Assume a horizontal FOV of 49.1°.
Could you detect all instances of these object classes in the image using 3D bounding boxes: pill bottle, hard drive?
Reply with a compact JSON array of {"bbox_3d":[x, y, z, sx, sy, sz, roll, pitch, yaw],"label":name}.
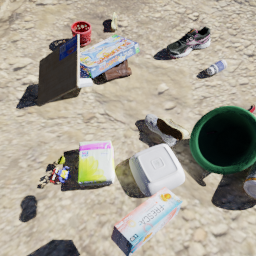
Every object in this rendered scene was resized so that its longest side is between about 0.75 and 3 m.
[{"bbox_3d":[4.143,-2.813,13.087,0.884,0.490,0.490,-29,61,-18],"label":"pill bottle"},{"bbox_3d":[-2.718,-2.077,12.292,2.077,0.273,1.370,-8,34,-15],"label":"hard drive"},{"bbox_3d":[4.868,1.576,9.877,1.039,1.039,1.786,28,61,17],"label":"pill bottle"}]

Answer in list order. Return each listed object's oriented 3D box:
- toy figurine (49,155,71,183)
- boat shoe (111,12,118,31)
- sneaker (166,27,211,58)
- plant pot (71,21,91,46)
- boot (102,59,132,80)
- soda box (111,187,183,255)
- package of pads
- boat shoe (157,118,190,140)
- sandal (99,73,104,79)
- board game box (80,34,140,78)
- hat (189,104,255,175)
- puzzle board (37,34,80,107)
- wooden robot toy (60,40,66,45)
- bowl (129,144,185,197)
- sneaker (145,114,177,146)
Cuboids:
[{"bbox_3d":[-2.390,1.632,10.302,0.643,0.566,1.074,26,59,-17],"label":"toy figurine"},{"bbox_3d":[-0.685,-5.699,15.043,0.381,0.441,1.210,9,58,-6],"label":"boat shoe"},{"bbox_3d":[2.983,-4.356,13.759,2.471,1.067,0.993,-26,59,-15],"label":"sneaker"},{"bbox_3d":[-2.324,-4.712,14.057,0.998,0.909,0.998,2,58,-4],"label":"plant pot"},{"bbox_3d":[-0.648,-2.830,13.088,1.376,0.442,1.283,-16,59,-13],"label":"boot"},{"bbox_3d":[0.501,2.257,6.924,1.912,0.608,0.654,-26,51,-38],"label":"soda box"},{"bbox_3d":[-1.149,1.285,10.343,1.294,0.571,1.674,-3,58,-1],"label":"package of pads"},{"bbox_3d":[1.184,0.008,7.523,0.337,0.394,1.076,-17,35,-30],"label":"boat shoe"},{"bbox_3d":[-1.170,-2.756,13.197,0.398,0.239,1.060,0,57,0],"label":"sandal"},{"bbox_3d":[-1.080,-3.443,13.163,2.757,0.475,1.866,-35,45,-22],"label":"board game box"},{"bbox_3d":[4.172,0.521,11.050,2.960,2.605,2.451,-33,67,19],"label":"hat"},{"bbox_3d":[-1.980,-1.563,7.963,2.027,0.176,1.527,-16,69,41],"label":"puzzle board"},{"bbox_3d":[-3.246,-4.266,14.125,0.343,0.353,0.778,-13,57,-9],"label":"wooden robot toy"},{"bbox_3d":[1.061,1.434,10.201,1.778,0.665,1.781,-20,60,-12],"label":"bowl"},{"bbox_3d":[1.354,-0.066,11.154,0.630,0.691,1.686,-36,64,-21],"label":"sneaker"}]
